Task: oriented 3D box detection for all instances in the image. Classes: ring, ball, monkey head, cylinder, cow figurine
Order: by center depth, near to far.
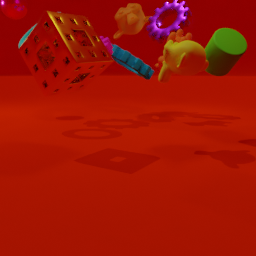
[{"bbox_3d":[1.097,-1.278,5.679,0.827,0.988,1.373,31,22,28],"label":"monkey head"},{"bbox_3d":[2.218,-1.763,6.573,0.801,0.801,0.801,-3,-25,-12],"label":"cylinder"},{"bbox_3d":[-2.354,-2.612,7.672,1.549,0.310,1.549,-24,38,20],"label":"ring"},{"bbox_3d":[1.502,-2.450,9.248,0.765,1.372,1.394,29,37,14],"label":"cow figurine"},{"bbox_3d":[-4.132,-4.453,10.163,0.965,0.965,0.965,0,12,0],"label":"ball"},{"bbox_3d":[0.180,-4.182,11.142,1.857,1.119,1.336,-25,48,4],"label":"monkey head"}]

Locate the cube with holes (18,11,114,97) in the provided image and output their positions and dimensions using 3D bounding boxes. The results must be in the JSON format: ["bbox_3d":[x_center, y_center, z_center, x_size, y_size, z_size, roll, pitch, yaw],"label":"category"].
[{"bbox_3d":[-1.192,-1.417,5.464,1.079,1.079,1.079,-34,-6,35],"label":"cube with holes"}]

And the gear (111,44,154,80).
[{"bbox_3d":[0.026,-2.448,10.372,1.975,0.365,1.975,31,6,-3],"label":"gear"}]

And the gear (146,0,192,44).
[{"bbox_3d":[1.500,-3.974,10.456,1.705,1.705,0.315,10,-16,39],"label":"gear"}]

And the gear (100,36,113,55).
[{"bbox_3d":[-1.435,-2.321,9.192,1.943,0.359,1.943,-19,36,15],"label":"gear"}]
